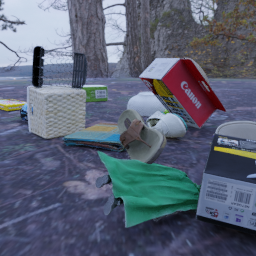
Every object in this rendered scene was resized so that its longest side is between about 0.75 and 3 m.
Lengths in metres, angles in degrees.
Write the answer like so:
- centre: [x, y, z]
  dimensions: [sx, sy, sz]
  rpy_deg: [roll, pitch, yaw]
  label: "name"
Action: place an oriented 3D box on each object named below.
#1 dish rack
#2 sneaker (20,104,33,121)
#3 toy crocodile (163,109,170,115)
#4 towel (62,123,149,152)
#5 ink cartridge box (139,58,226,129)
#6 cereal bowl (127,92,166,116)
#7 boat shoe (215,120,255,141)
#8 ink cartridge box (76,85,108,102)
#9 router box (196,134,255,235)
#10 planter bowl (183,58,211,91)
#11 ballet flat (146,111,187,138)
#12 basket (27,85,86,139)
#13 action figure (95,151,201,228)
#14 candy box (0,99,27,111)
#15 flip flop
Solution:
- centre: [-2.103, -1.832, 8.730]
  dimensions: [1.640, 1.258, 0.447]
  rpy_deg: [6, 11, 2]
  label: "dish rack"
- centre: [-3.505, -0.512, 10.895]
  dimensions: [1.177, 1.025, 2.616]
  rpy_deg: [-29, 23, -25]
  label: "sneaker"
- centre: [1.764, -0.638, 11.864]
  dimensions: [0.505, 0.462, 1.497]
  rpy_deg: [6, 13, 23]
  label: "toy crocodile"
- centre: [-0.537, 0.205, 8.638]
  dimensions: [1.885, 0.279, 2.571]
  rpy_deg: [5, 12, 19]
  label: "towel"
- centre: [1.877, -1.200, 9.738]
  dimensions: [1.022, 2.438, 2.140]
  rpy_deg: [-48, 25, -7]
  label: "ink cartridge box"
- centre: [1.012, -1.196, 13.140]
  dimensions: [2.124, 0.884, 2.124]
  rpy_deg: [0, 16, 0]
  label: "cereal bowl"
- centre: [3.429, 0.328, 6.914]
  dimensions: [2.710, 0.906, 0.772]
  rpy_deg: [5, -1, 1]
  label: "boat shoe"
- centre: [-2.470, -2.296, 18.164]
  dimensions: [1.832, 0.939, 2.478]
  rpy_deg: [-5, 12, -17]
  label: "ink cartridge box"
- centre: [2.505, 0.868, 4.092]
  dimensions: [2.724, 0.711, 2.141]
  rpy_deg: [10, 16, 19]
  label: "router box"
- centre: [2.676, -1.972, 14.062]
  dimensions: [1.722, 2.558, 2.558]
  rpy_deg: [-30, 19, -9]
  label: "planter bowl"
- centre: [1.127, -0.052, 8.934]
  dimensions: [0.819, 0.819, 2.360]
  rpy_deg: [-2, 10, -11]
  label: "ballet flat"
- centre: [-2.286, -0.558, 9.137]
  dimensions: [1.577, 1.563, 1.268]
  rpy_deg: [-10, 21, -41]
  label: "basket"
- centre: [0.478, 0.943, 4.158]
  dimensions: [1.946, 0.532, 1.150]
  rpy_deg: [11, 43, -36]
  label: "action figure"
- centre: [-6.229, -1.237, 14.816]
  dimensions: [1.294, 0.334, 2.532]
  rpy_deg: [-15, 20, -42]
  label: "candy box"
- centre: [0.130, 0.117, 6.509]
  dimensions: [0.671, 0.945, 2.330]
  rpy_deg: [33, 13, -31]
  label: "flip flop"
